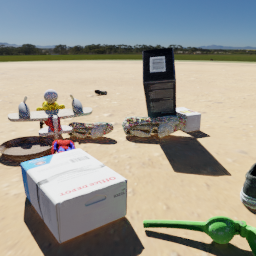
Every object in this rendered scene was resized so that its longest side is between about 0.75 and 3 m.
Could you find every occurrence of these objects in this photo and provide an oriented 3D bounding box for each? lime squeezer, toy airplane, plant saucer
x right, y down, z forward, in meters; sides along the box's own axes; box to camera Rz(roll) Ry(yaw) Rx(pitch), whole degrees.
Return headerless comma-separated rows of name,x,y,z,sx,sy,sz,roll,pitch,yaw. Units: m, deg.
lime squeezer,1.533,1.803,4.219,2.743,0.517,0.969,18,56,42
toy airplane,-2.620,-0.544,9.613,2.150,1.523,2.159,7,17,24
plant saucer,-2.951,0.587,8.227,1.567,0.251,1.567,-1,17,0

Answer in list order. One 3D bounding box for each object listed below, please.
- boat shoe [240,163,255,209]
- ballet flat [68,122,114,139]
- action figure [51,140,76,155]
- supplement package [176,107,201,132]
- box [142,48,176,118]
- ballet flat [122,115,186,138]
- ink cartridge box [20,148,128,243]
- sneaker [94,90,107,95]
boat shoe,3.109,1.004,6.174,0.797,0.657,2.321,12,21,35
ballet flat,-1.300,0.121,9.453,1.645,0.622,0.526,0,47,14
action figure,-1.694,0.675,7.516,0.695,0.549,2.125,0,12,-18
supplement package,2.135,-0.339,10.540,0.656,0.632,1.154,-8,19,-24
box,1.094,-1.465,9.568,1.038,1.990,1.473,-4,58,8
ballet flat,0.869,0.023,9.532,2.216,0.838,0.708,-1,47,9
ink cartridge box,-1.089,1.162,5.434,1.370,0.791,1.889,-12,21,-34
sneaker,-1.672,-2.199,17.211,0.801,0.303,0.463,8,11,-9
